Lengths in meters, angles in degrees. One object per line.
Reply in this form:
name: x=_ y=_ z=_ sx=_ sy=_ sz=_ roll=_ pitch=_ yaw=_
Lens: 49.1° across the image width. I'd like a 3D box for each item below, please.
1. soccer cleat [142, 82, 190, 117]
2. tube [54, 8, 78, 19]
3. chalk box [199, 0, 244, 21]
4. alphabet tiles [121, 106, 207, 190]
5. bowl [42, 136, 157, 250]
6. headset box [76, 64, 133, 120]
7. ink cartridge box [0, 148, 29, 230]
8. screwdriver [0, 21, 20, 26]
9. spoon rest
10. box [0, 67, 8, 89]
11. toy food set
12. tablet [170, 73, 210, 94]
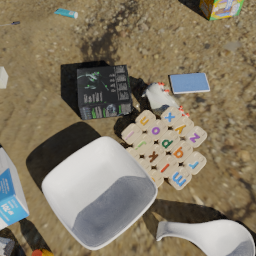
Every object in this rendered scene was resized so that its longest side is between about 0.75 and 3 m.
soccer cleat: x=1.429 y=-0.591 z=9.954 sx=0.911 sy=0.814 sz=2.348 roll=-42 pitch=75 yaw=24
tube: x=-2.901 y=-5.397 z=13.130 sx=1.126 sy=0.284 sz=0.436 roll=21 pitch=53 yaw=18
chalk box: x=4.520 y=-5.959 z=12.905 sx=1.982 sy=1.227 sz=1.233 roll=-12 pitch=58 yaw=-9
alphabet tiles: x=1.108 y=0.648 z=9.118 sx=2.647 sy=0.198 sz=2.707 roll=-45 pitch=68 yaw=-7
bowl: x=-0.807 y=1.901 z=8.216 sx=2.679 sy=1.000 sz=2.676 roll=-36 pitch=65 yaw=-21
headset box: x=-0.919 y=-1.297 z=10.202 sx=2.010 sy=0.932 sz=1.750 roll=-7 pitch=59 yaw=-4
ink cartridge box: x=-4.441 y=2.059 z=7.815 sx=2.717 sy=1.167 sz=1.990 roll=-24 pitch=47 yaw=-16
screwdriver: x=-5.406 y=-4.731 z=12.802 sx=0.954 sy=0.139 sz=0.133 roll=-16 pitch=59 yaw=-6
spoon rest: x=2.126 y=3.045 z=7.635 sx=2.636 sy=0.799 sz=1.310 roll=9 pitch=58 yaw=7
box: x=-5.280 y=-1.918 z=10.795 sx=1.052 sy=0.573 sz=0.672 roll=-3 pitch=59 yaw=-2
toy food set: x=-3.274 y=3.446 z=7.208 sx=2.419 sy=1.088 sz=1.155 roll=10 pitch=59 yaw=6
tablet: x=2.414 y=-1.755 z=10.978 sx=1.441 sy=0.098 sz=0.937 roll=-5 pitch=59 yaw=-2
